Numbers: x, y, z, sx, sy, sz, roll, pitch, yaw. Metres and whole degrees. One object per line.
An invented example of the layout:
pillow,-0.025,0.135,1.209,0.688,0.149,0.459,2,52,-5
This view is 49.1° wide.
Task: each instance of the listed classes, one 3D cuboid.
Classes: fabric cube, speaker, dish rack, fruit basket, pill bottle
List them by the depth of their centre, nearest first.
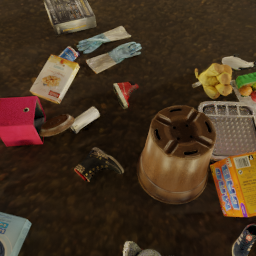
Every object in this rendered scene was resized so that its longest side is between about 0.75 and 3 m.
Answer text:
fabric cube,-4.072,-0.255,10.731,1.414,1.418,1.391,-3,56,-2
dish rack,3.968,0.172,10.938,2.315,0.587,2.697,2,55,0
speaker,-1.763,-0.333,11.338,0.514,0.514,1.265,39,63,24
fruit basket,5.404,-1.505,12.161,1.578,0.798,1.703,-15,71,-10
pill bottle,-2.974,-3.246,13.277,0.633,0.633,1.127,33,77,21

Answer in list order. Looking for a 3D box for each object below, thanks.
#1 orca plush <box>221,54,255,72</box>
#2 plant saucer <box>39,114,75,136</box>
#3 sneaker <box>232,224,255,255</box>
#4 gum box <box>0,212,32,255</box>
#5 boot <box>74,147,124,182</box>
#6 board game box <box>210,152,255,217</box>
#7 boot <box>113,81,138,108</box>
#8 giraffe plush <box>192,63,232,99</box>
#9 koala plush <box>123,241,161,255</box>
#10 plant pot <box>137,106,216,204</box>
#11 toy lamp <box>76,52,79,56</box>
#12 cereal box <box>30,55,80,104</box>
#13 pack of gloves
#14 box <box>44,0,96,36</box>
orca plush,5.275,-3.103,13.269,1.567,0.824,0.557,-1,10,28
plant saucer,-2.811,-0.159,10.929,1.482,0.238,1.482,-16,26,8
sneaker,3.634,3.478,8.608,0.483,0.545,1.289,29,60,19
gum box,-4.513,3.790,8.362,2.218,0.582,2.611,11,55,8
boot,-1.044,1.458,10.021,1.575,0.576,1.186,33,60,25
board game box,3.914,1.734,8.819,1.751,1.749,1.749,-9,74,-7
boot,0.056,-1.507,12.190,1.055,0.530,1.463,-13,52,-11
giraffe plush,3.966,-2.236,12.351,1.478,1.573,1.823,-31,24,-31
koala plush,0.453,4.200,7.469,1.864,1.932,2.102,16,44,11
plant pot,1.627,0.783,9.282,2.618,2.592,2.618,0,54,0
toy lamp,-2.716,-3.806,13.998,0.226,0.226,0.777,-38,60,-24
cereal box,-3.228,-2.179,12.404,1.438,0.395,1.999,20,73,14
pack of gloves,-0.943,-4.187,14.048,2.958,0.584,2.485,-28,58,-18
box,-3.266,-6.447,15.567,2.273,0.694,2.870,-18,56,-12
